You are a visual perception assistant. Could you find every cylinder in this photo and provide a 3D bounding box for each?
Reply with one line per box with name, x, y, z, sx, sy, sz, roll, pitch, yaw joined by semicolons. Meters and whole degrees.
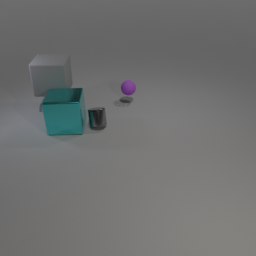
cylinder;-1.233;-0.439;11.284;0.700;0.700;0.700;-5;14;1

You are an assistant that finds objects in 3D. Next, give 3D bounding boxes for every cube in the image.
cube;-3.208;-2.241;11.878;1.400;1.400;1.400;0;32;-1
cube;-2.485;-0.678;11.145;1.400;1.400;1.400;-2;31;-1

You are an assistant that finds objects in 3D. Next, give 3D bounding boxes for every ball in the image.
ball;0.020;-1.854;12.939;0.700;0.700;0.700;0;31;0
